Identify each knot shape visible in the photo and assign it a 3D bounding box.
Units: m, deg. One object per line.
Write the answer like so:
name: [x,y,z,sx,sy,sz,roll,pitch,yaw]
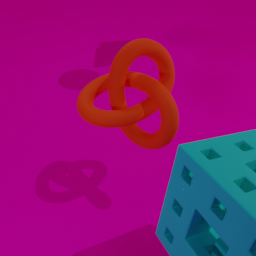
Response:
knot shape: [0.154,-0.381,4.327,1.671,0.772,1.564,-34,83,6]

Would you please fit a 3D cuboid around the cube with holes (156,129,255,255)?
cube with holes: [1.352,1.015,3.002,1.393,1.393,1.393,-9,35,-26]
